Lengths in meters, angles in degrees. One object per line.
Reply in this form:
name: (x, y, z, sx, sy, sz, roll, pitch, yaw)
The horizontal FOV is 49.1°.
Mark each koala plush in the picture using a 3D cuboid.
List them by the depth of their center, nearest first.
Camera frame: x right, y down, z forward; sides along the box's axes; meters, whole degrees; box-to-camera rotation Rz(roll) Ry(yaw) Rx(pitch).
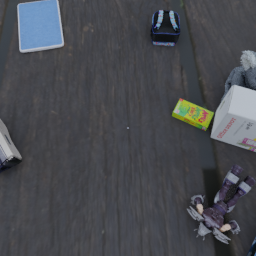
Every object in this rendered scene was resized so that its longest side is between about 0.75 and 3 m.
koala plush: (4.144, -1.649, 8.960, 1.863, 2.101, 1.930, 9, 64, 5)

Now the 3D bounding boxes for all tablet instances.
tablet: (-3.532, -4.152, 11.253, 1.696, 0.178, 2.607, -10, 65, -5)

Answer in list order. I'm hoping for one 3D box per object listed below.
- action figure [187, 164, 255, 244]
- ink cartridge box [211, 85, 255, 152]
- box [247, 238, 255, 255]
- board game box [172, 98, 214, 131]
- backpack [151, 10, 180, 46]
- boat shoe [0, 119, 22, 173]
action figure: (2.657, 2.178, 7.880, 1.505, 0.802, 2.313, 41, 74, 10)
ink cartridge box: (3.960, -0.097, 8.371, 2.488, 1.798, 1.053, 19, 66, 9)
box: (4.362, 3.454, 7.346, 1.985, 0.548, 2.906, 33, 68, 15)
board game box: (2.169, -0.458, 9.390, 1.222, 0.291, 0.621, 25, 67, 12)
backpack: (1.427, -3.884, 10.758, 1.117, 0.823, 1.224, 2, 65, 1)
boat shoe: (-4.173, 0.451, 8.572, 0.994, 0.800, 2.142, -36, 65, -3)
